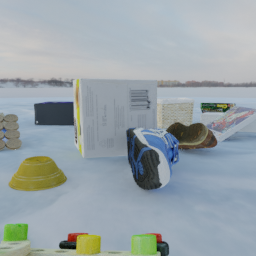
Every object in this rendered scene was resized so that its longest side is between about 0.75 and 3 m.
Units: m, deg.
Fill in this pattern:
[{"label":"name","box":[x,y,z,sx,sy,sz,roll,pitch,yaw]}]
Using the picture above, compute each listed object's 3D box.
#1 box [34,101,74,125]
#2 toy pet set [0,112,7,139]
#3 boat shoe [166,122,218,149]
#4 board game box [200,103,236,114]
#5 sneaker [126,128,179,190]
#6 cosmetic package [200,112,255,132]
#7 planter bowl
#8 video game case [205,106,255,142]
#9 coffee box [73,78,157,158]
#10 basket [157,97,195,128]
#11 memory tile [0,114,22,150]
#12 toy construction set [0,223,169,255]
[{"label":"box","box":[-2.824,-0.729,13.302,2.653,1.046,1.872,1,11,3]},{"label":"toy pet set","box":[-4.396,0.090,9.165,1.348,0.767,1.444,-24,8,22]},{"label":"boat shoe","box":[1.643,0.296,7.763,0.682,0.727,2.021,32,-12,-19]},{"label":"board game box","box":[4.232,-0.727,13.111,1.448,0.324,2.764,0,-9,20]},{"label":"sneaker","box":[0.522,0.406,5.380,1.027,1.010,2.667,-4,10,-2]},{"label":"cosmetic package","box":[4.345,-0.265,11.178,2.603,0.673,1.963,4,9,23]},{"label":"planter bowl","box":[-1.620,0.756,5.054,1.015,0.423,1.015,1,8,0]},{"label":"video game case","box":[3.415,-0.195,9.510,1.710,0.196,1.558,-32,13,-5]},{"label":"coffee box","box":[-0.432,-0.350,7.499,1.893,1.890,1.872,-3,9,-17]},{"label":"basket","box":[1.858,-0.694,12.174,1.553,1.249,1.540,-1,8,-15]},{"label":"memory tile","box":[-3.754,0.107,7.995,1.266,0.139,1.652,-3,38,-24]},{"label":"toy construction set","box":[-0.286,1.013,1.653,1.912,0.881,1.254,10,-13,17]}]
